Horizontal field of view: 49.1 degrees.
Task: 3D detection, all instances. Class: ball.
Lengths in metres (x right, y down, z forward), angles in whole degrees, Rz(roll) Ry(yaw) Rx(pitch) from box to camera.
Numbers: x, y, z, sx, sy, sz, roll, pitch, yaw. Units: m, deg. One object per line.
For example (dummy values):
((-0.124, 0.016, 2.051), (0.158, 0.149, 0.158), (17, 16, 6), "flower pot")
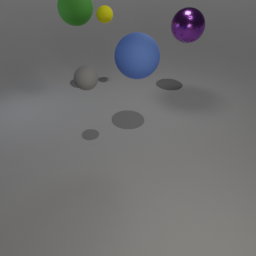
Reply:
((0.284, -2.212, 8.628), (1.400, 1.400, 1.400), (0, 32, 0), "ball")
((-1.190, -1.418, 7.948), (0.700, 0.700, 0.700), (0, 32, 0), "ball")
((-2.090, -4.801, 11.145), (1.400, 1.400, 1.400), (0, 32, 0), "ball")
((2.486, -4.252, 11.614), (1.400, 1.400, 1.400), (0, 32, 0), "ball")
((-0.985, -4.799, 11.824), (0.700, 0.700, 0.700), (0, 32, 0), "ball")
